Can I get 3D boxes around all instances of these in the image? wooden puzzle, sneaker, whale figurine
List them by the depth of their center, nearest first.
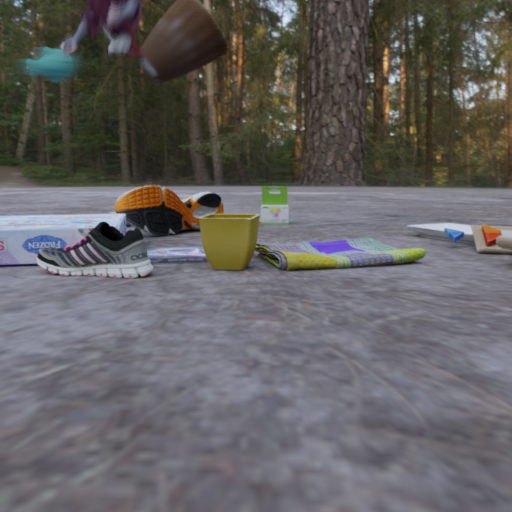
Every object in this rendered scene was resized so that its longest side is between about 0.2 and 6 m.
[{"bbox_3d":[-2.152,-0.107,7.441,1.635,0.715,0.603,2,9,15],"label":"sneaker"},{"bbox_3d":[4.578,0.032,7.694,1.851,0.428,1.714,1,8,-23],"label":"wooden puzzle"},{"bbox_3d":[4.368,-0.312,9.595,2.010,0.235,1.356,0,22,7],"label":"wooden puzzle"},{"bbox_3d":[-3.579,-3.331,9.766,0.761,0.605,0.395,-18,18,-30],"label":"whale figurine"},{"bbox_3d":[-2.068,-0.923,12.422,1.298,1.069,2.823,-2,-2,39],"label":"sneaker"}]

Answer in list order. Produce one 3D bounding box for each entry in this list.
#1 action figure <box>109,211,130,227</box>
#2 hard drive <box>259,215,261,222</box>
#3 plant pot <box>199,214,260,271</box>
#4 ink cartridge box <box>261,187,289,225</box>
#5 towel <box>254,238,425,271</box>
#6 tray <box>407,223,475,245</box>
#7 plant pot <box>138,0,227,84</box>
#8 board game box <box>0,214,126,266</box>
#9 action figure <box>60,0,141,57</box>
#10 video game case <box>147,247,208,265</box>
[{"bbox_3d":[-3.358,-0.960,13.876,0.951,0.498,0.920,3,1,25],"label":"action figure"},{"bbox_3d":[-0.280,-1.013,15.191,1.245,0.158,0.821,-2,9,-10],"label":"hard drive"},{"bbox_3d":[-0.355,-0.191,7.874,0.738,0.755,0.734,1,9,9],"label":"plant pot"},{"bbox_3d":[0.474,-1.287,14.332,0.710,0.960,0.364,0,9,-1],"label":"ink cartridge box"},{"bbox_3d":[1.192,-0.060,8.645,2.329,0.265,1.672,-2,8,-14],"label":"towel"},{"bbox_3d":[4.156,-0.424,11.089,1.181,0.244,2.199,-5,10,-26],"label":"tray"},{"bbox_3d":[-1.532,-4.046,10.808,1.428,1.335,1.335,-40,16,-6],"label":"plant pot"},{"bbox_3d":[-3.570,-0.315,9.278,2.718,0.559,2.711,-2,9,-10],"label":"board game box"},{"bbox_3d":[-1.547,-2.624,5.589,0.932,1.036,1.391,3,-34,28],"label":"action figure"},{"bbox_3d":[-1.188,-0.014,8.807,1.413,0.134,1.009,-1,9,-15],"label":"video game case"}]
